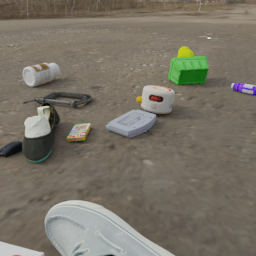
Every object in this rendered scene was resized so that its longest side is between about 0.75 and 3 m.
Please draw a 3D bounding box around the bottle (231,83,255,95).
[{"bbox_3d":[5.017,-1.702,12.026,1.107,0.361,0.462,19,34,34],"label":"bottle"}]

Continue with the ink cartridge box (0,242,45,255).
[{"bbox_3d":[-2.583,2.043,3.069,2.682,1.148,1.979,6,9,14],"label":"ink cartridge box"}]

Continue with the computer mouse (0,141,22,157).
[{"bbox_3d":[-3.448,0.670,7.348,0.448,0.260,1.529,20,33,33],"label":"computer mouse"}]

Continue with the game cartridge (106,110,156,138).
[{"bbox_3d":[0.181,-0.160,9.008,1.047,0.318,1.571,15,30,35],"label":"game cartridge"}]

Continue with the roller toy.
[{"bbox_3d":[1.043,-0.990,10.010,1.240,0.867,1.131,-3,23,-30],"label":"roller toy"}]

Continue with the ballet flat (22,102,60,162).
[{"bbox_3d":[-2.545,-0.043,8.067,0.884,0.890,2.601,-8,27,-4],"label":"ballet flat"}]

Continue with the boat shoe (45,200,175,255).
[{"bbox_3d":[-0.329,1.853,3.945,2.715,0.947,0.967,19,10,28],"label":"boat shoe"}]

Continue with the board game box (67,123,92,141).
[{"bbox_3d":[-1.463,0.098,8.543,0.515,0.162,1.078,-4,22,7],"label":"board game box"}]

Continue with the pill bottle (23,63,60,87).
[{"bbox_3d":[-4.013,-2.556,13.145,0.910,0.910,1.591,16,30,30],"label":"pill bottle"}]

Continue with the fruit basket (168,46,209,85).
[{"bbox_3d":[2.819,-2.996,13.442,1.926,1.389,1.926,2,41,-2],"label":"fruit basket"}]

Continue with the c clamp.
[{"bbox_3d":[-2.593,-1.067,10.910,2.219,0.300,1.895,5,22,13],"label":"c clamp"}]
